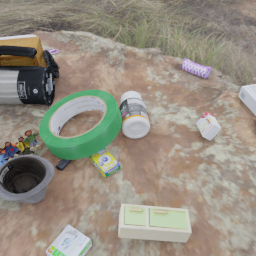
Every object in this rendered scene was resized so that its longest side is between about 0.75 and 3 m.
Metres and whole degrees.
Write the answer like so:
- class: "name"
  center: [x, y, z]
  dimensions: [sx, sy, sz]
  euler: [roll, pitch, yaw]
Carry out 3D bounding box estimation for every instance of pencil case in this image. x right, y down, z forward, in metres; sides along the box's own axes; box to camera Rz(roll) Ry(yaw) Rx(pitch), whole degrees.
- class: "pencil case"
  center: [3.277, -2.887, 13.477]
  dimensions: [1.398, 0.598, 0.587]
  euler: [29, 44, 25]

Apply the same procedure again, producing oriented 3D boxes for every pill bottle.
- class: "pill bottle"
  center: [0.210, -0.549, 10.737]
  dimensions: [1.049, 1.049, 1.804]
  euler: [-4, 43, -5]

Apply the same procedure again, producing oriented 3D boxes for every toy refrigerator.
- class: "toy refrigerator"
  center: [0.695, 2.524, 7.471]
  dimensions: [1.837, 0.643, 0.697]
  euler: [6, 44, -3]

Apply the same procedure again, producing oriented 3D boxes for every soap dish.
- class: "soap dish"
  center: [-5.142, -2.928, 12.487]
  dimensions: [2.834, 2.230, 1.151]
  euler: [-8, 62, -9]

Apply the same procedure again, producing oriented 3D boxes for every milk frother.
- class: "milk frother"
  center: [-4.452, -2.211, 12.061]
  dimensions: [2.595, 2.490, 2.759]
  euler: [1, 6, 1]

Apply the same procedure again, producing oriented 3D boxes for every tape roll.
- class: "tape roll"
  center: [-1.696, -0.212, 10.116]
  dimensions: [2.935, 0.705, 2.935]
  euler: [-11, 42, 10]

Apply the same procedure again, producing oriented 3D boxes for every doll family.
- class: "doll family"
  center: [-3.866, 0.749, 9.661]
  dimensions: [1.824, 0.716, 1.054]
  euler: [-26, 55, -21]

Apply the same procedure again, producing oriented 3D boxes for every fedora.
- class: "fedora"
  center: [-3.089, 1.685, 8.531]
  dimensions: [1.951, 0.881, 1.726]
  euler: [20, 45, 30]

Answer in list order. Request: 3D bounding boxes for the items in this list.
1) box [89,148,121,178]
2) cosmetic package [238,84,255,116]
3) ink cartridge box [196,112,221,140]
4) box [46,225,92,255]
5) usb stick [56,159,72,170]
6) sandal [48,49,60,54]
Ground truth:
- class: "box"
  center: [-0.821, 1.119, 9.573]
  dimensions: [0.649, 0.268, 1.106]
  euler: [-28, 49, -27]
- class: "cosmetic package"
  center: [6.009, -0.951, 11.471]
  dimensions: [1.811, 0.621, 2.402]
  euler: [-9, 45, -13]
- class: "ink cartridge box"
  center: [2.976, -0.081, 10.392]
  dimensions: [0.370, 0.645, 0.888]
  euler: [23, 30, -22]
- class: "box"
  center: [-1.533, 3.165, 7.340]
  dimensions: [0.785, 0.430, 0.889]
  euler: [24, 48, 25]
- class: "usb stick"
  center: [-2.064, 1.041, 9.709]
  dimensions: [0.304, 0.179, 1.096]
  euler: [22, 48, 21]
- class: "sandal"
  center: [-4.150, -4.143, 15.040]
  dimensions: [0.918, 0.226, 0.374]
  euler: [-2, 44, -2]
